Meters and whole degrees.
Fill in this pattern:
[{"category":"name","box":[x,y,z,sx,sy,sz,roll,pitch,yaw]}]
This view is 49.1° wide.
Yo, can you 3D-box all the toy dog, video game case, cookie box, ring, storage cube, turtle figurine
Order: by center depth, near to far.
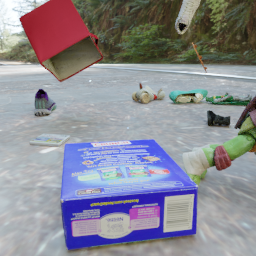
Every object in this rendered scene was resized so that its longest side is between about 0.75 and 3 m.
[{"category":"cookie box","box":[-0.125,0.897,4.669,1.851,0.813,2.164,-3,16,-10]},{"category":"turtle figurine","box":[2.383,0.653,4.887,2.402,2.478,1.783,-22,27,26]},{"category":"video game case","box":[-2.203,0.341,7.956,0.872,0.096,0.794,4,16,11]},{"category":"ring","box":[2.241,-2.184,8.665,0.100,1.041,1.041,-26,8,19]},{"category":"storage cube","box":[-2.172,-2.996,9.474,2.058,1.850,1.759,-30,-14,2]},{"category":"toy dog","box":[1.049,-1.835,14.028,1.286,0.939,1.950,9,18,28]}]

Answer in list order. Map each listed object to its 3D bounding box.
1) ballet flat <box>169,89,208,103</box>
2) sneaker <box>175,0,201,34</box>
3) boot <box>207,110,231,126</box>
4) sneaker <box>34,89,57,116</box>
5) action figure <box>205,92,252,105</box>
[{"category":"ballet flat","box":[2.990,-1.445,13.474,2.032,0.684,0.715,-4,41,-12]},{"category":"sneaker","box":[2.226,-4.240,10.269,0.637,1.701,0.847,15,39,-2]},{"category":"boot","box":[3.171,-0.348,9.797,0.757,0.381,1.013,-3,25,14]},{"category":"sneaker","box":[-3.476,-1.215,11.791,0.832,0.978,2.236,-3,17,-11]},{"category":"action figure","box":[4.732,-1.386,13.295,2.057,0.562,1.215,-1,19,8]}]
